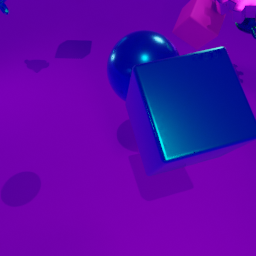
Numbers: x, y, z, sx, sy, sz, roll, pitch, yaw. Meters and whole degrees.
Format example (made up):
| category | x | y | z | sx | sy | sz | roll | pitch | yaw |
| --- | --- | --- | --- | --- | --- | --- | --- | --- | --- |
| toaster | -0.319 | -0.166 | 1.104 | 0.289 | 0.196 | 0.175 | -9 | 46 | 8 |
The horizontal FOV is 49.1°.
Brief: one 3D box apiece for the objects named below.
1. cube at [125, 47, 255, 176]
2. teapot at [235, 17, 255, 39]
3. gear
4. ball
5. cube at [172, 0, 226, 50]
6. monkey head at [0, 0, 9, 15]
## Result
| category | x | y | z | sx | sy | sz | roll | pitch | yaw |
| --- | --- | --- | --- | --- | --- | --- | --- | --- | --- |
| cube | 0.683 | -0.140 | 3.488 | 1.124 | 1.124 | 1.124 | -14 | 75 | -9 |
| teapot | 3.344 | -3.120 | 7.760 | 0.741 | 0.941 | 1.513 | -12 | 76 | -18 |
| gear | 2.970 | -3.303 | 6.375 | 2.001 | 0.370 | 2.001 | -8 | 66 | 18 |
| ball | 0.261 | -0.954 | 4.561 | 1.214 | 1.214 | 1.214 | 0 | 41 | 0 |
| cube | 1.970 | -2.948 | 7.753 | 0.937 | 0.937 | 0.937 | 28 | 72 | -16 |
| monkey head | -3.403 | -3.463 | 6.903 | 0.792 | 1.315 | 0.946 | -25 | 27 | 32 |
